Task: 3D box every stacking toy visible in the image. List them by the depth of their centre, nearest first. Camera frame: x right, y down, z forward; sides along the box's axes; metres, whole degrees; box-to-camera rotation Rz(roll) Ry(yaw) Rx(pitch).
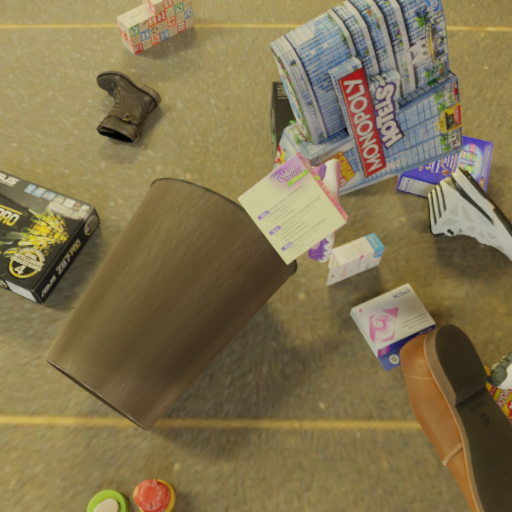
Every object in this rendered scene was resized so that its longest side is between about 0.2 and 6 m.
[{"bbox_3d":[-1.955,4.108,8.395,1.352,0.631,1.494,-1,59,-1],"label":"stacking toy"}]

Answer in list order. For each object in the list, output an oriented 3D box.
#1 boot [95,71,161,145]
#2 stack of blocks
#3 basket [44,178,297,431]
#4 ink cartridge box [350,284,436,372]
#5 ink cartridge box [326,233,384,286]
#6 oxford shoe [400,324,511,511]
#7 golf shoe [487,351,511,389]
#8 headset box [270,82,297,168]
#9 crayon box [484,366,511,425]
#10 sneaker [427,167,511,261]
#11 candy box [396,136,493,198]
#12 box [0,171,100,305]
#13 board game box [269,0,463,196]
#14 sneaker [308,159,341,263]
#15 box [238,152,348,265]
[{"bbox_3d":[-3.201,-3.381,12.821,1.804,0.624,1.570,23,61,10],"label":"boot"},{"bbox_3d":[-2.526,-6.036,14.114,1.891,1.089,0.554,-36,65,-18],"label":"stack of blocks"},{"bbox_3d":[-1.546,0.855,9.376,3.196,2.410,3.544,23,66,24],"label":"basket"},{"bbox_3d":[2.588,1.283,10.277,1.260,0.278,1.283,-22,60,-13],"label":"ink cartridge box"},{"bbox_3d":[1.805,0.071,10.745,1.177,0.677,0.399,-21,61,-13],"label":"ink cartridge box"},{"bbox_3d":[3.278,2.884,8.936,1.229,1.228,3.445,-6,72,-34],"label":"oxford shoe"},{"bbox_3d":[5.073,1.761,9.330,2.668,1.030,1.175,-17,58,-21],"label":"golf shoe"},{"bbox_3d":[1.342,-2.600,12.098,1.988,1.059,2.283,-2,60,-2],"label":"headset box"},{"bbox_3d":[3.899,2.370,9.595,1.312,0.333,0.833,30,64,17],"label":"crayon box"},{"bbox_3d":[4.257,-0.567,11.181,2.210,1.271,0.834,50,27,-1],"label":"sneaker"},{"bbox_3d":[3.993,-1.903,11.919,1.734,0.668,1.466,17,63,9],"label":"candy box"},{"bbox_3d":[-4.788,-0.465,11.083,2.649,0.650,2.135,21,59,12],"label":"box"},{"bbox_3d":[1.575,-2.274,9.062,3.265,3.267,1.007,-30,51,2],"label":"board game box"},{"bbox_3d":[0.838,-0.704,8.973,0.944,2.136,0.859,3,55,7],"label":"sneaker"},{"bbox_3d":[0.504,-0.640,7.478,0.976,0.536,1.109,-37,94,17],"label":"box"}]
